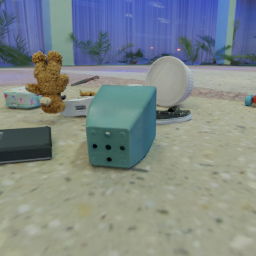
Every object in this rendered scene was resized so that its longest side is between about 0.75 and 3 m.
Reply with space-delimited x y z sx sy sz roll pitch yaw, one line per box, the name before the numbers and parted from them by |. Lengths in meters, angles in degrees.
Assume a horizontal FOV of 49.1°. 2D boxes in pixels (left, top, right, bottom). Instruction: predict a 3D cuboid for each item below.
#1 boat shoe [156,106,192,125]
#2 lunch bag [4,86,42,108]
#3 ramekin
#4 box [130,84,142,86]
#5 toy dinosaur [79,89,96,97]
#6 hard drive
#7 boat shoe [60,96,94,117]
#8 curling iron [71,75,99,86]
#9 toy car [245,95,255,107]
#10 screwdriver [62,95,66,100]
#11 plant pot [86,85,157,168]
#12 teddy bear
boat shoe | 1.818 -0.557 11.278 2.072 0.586 0.711 -11 19 -33
lunch bag | -4.976 -1.550 14.215 1.814 0.872 2.262 8 18 18
ramekin | 2.191 -2.316 14.288 2.505 2.505 1.167 13 10 37
box | -0.048 -2.130 16.278 1.279 0.701 1.450 3 15 33
toy dinosaur | -1.813 -1.641 14.680 1.431 0.814 2.694 -8 18 -30
hard drive | -3.602 0.473 7.928 2.817 0.463 1.966 -4 17 -14
boat shoe | -1.597 -0.915 12.062 2.699 0.968 0.915 -3 16 16
curling iron | -1.579 -1.732 10.447 1.279 0.163 0.317 -29 0 -40
toy car | 6.832 -1.879 14.034 1.476 1.602 1.417 11 20 36
screwdriver | -3.809 -1.629 15.572 0.252 0.242 1.732 30 16 2
plant pot | -0.199 -0.015 7.680 1.702 1.701 2.409 3 25 11
teddy bear | -3.091 -1.759 10.788 1.799 2.482 0.829 15 9 2
